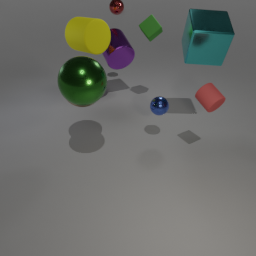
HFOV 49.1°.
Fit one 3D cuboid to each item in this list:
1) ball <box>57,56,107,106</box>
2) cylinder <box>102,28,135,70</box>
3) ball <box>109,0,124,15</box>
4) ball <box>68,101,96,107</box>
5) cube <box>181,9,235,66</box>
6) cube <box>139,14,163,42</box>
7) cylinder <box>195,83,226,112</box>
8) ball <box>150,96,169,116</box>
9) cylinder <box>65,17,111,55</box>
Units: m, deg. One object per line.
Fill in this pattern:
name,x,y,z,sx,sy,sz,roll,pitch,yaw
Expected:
ball,-1.295,-1.336,7.997,1.400,1.400,1.400,0,32,0
cylinder,-0.568,-3.789,13.459,1.400,1.400,1.400,-14,58,-21
ball,-0.536,-5.712,13.203,0.700,0.700,0.700,0,32,0
ball,-1.535,-1.398,9.378,1.400,1.400,1.400,0,32,0
cube,2.810,-3.261,10.118,1.400,1.400,1.400,3,53,-1
cube,0.970,-4.207,11.832,0.700,0.700,0.700,-37,-3,11
cylinder,2.659,-0.983,9.082,0.700,0.700,0.700,-19,62,-28
ball,1.154,-0.808,10.275,0.700,0.700,0.700,0,32,0
cylinder,-1.688,-3.890,11.769,1.400,1.400,1.400,-27,37,-37
